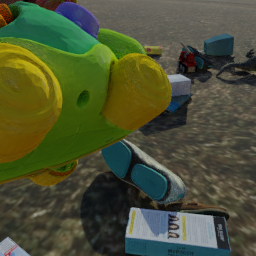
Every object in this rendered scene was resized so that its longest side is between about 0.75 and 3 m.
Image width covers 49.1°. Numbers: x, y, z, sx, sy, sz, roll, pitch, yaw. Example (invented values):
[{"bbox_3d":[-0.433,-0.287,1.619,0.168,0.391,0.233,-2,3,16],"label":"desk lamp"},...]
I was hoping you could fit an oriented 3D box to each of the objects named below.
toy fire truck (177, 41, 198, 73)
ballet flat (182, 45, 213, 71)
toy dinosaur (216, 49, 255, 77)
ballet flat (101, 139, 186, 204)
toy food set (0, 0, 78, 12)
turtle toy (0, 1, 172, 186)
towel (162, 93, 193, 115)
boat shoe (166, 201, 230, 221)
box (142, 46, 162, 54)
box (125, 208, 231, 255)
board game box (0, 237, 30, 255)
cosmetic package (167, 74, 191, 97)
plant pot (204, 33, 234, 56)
[{"bbox_3d":[2.398,-2.984,11.533,0.778,1.209,1.065,-3,31,-7],"label":"toy fire truck"},{"bbox_3d":[3.062,-3.037,12.297,0.669,0.665,1.955,-1,39,-21],"label":"ballet flat"},{"bbox_3d":[4.925,-2.669,11.590,2.993,0.710,1.319,-5,37,-2],"label":"toy dinosaur"},{"bbox_3d":[0.244,0.830,5.607,0.692,0.749,2.220,15,14,-42],"label":"ballet flat"},{"bbox_3d":[-1.627,-2.079,4.191,1.528,0.848,2.596,-32,66,-3],"label":"toy food set"},{"bbox_3d":[-0.633,-0.272,2.222,2.391,1.742,1.208,-15,75,-48],"label":"turtle toy"},{"bbox_3d":[1.201,-0.927,9.026,1.262,0.187,1.721,19,33,27],"label":"towel"},{"bbox_3d":[1.165,1.404,4.767,1.049,0.377,0.357,0,31,0],"label":"boat shoe"},{"bbox_3d":[1.098,-3.904,14.033,1.218,0.305,0.459,4,30,7],"label":"box"},{"bbox_3d":[0.741,1.656,4.332,1.509,0.371,0.621,4,30,8],"label":"box"},{"bbox_3d":[-1.627,2.255,3.355,1.492,0.308,1.496,20,36,31],"label":"board game box"},{"bbox_3d":[1.309,-1.369,9.122,1.285,0.522,0.725,-10,30,-18],"label":"cosmetic package"},{"bbox_3d":[4.406,-4.044,13.769,1.233,0.871,0.871,-9,31,-3],"label":"plant pot"}]
